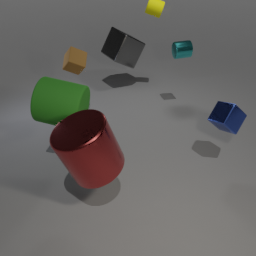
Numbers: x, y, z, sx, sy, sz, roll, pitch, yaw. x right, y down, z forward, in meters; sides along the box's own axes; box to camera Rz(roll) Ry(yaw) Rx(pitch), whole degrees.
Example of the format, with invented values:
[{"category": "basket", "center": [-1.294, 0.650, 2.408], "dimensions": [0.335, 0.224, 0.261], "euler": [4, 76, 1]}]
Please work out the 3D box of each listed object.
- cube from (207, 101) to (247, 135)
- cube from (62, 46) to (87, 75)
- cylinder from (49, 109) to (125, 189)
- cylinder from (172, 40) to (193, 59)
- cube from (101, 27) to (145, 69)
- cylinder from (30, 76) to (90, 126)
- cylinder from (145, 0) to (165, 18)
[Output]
[{"category": "cube", "center": [3.035, -0.323, 8.589], "dimensions": [0.700, 0.700, 0.700], "euler": [33, -4, -30]}, {"category": "cube", "center": [-2.070, -2.610, 10.907], "dimensions": [0.700, 0.700, 0.700], "euler": [15, 67, -29]}, {"category": "cylinder", "center": [-0.948, 0.504, 6.782], "dimensions": [1.400, 1.400, 1.400], "euler": [-14, 39, 12]}, {"category": "cylinder", "center": [2.263, -3.279, 11.720], "dimensions": [0.700, 0.700, 0.700], "euler": [-9, 32, -8]}, {"category": "cube", "center": [-0.259, -4.085, 14.303], "dimensions": [1.400, 1.400, 1.400], "euler": [9, 25, -44]}, {"category": "cylinder", "center": [-2.020, -0.744, 8.562], "dimensions": [1.400, 1.400, 1.400], "euler": [13, 32, 3]}, {"category": "cylinder", "center": [1.183, -5.327, 12.372], "dimensions": [0.700, 0.700, 0.700], "euler": [19, 31, -5]}]
